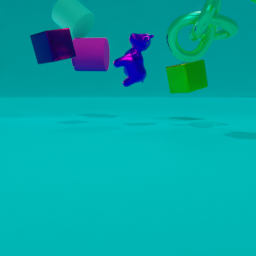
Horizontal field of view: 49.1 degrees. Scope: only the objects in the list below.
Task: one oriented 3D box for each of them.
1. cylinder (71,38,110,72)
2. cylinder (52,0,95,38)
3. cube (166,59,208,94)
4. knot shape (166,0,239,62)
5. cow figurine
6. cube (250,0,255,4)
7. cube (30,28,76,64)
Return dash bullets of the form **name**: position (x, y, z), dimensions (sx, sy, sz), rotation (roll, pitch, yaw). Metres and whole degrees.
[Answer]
- **cylinder**: position (-1.458, -2.892, 11.072), dimensions (1.284, 1.284, 1.284), rotation (2, 7, 6)
- **cylinder**: position (-2.160, -4.359, 11.085), dimensions (1.210, 1.210, 1.210), rotation (42, 17, 10)
- **cube**: position (2.211, -1.924, 10.540), dimensions (1.046, 1.046, 1.046), rotation (-19, 14, -30)
- **knot shape**: position (2.032, -2.748, 7.351), dimensions (1.962, 0.907, 1.836), rotation (-20, -29, -14)
- **cow figurine**: position (0.271, -2.002, 8.109), dimensions (1.376, 1.399, 0.768), rotation (-24, 12, 9)
- **cube**: position (2.540, -2.731, 4.844), dimensions (0.857, 0.857, 0.857), rotation (-22, -9, 43)
- **cube**: position (-2.263, -2.482, 8.505), dimensions (0.880, 0.880, 0.880), rotation (5, 24, 41)
